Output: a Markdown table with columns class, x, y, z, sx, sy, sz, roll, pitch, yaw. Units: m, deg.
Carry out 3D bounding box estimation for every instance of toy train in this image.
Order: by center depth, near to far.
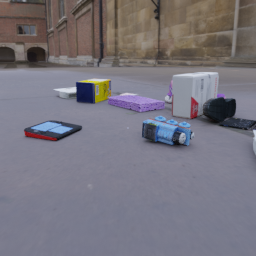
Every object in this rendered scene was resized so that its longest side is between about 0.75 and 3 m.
| class | x | y | z | sx | sy | sz | roll | pitch | yaw |
| --- | --- | --- | --- | --- | --- | --- | --- | --- | --- |
| toy train | 1.082 | 0.105 | 7.698 | 1.404 | 0.608 | 0.802 | 17 | 26 | 31 |

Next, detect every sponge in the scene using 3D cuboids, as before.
| class | x | y | z | sx | sy | sz | roll | pitch | yaw |
| --- | --- | --- | --- | --- | --- | --- | --- | --- | --- |
| sponge | 0.326 | -1.176 | 12.905 | 1.409 | 0.377 | 2.525 | -11 | 18 | -35 |

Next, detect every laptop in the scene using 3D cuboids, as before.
| class | x | y | z | sx | sy | sz | roll | pitch | yaw |
| --- | --- | --- | --- | --- | --- | --- | --- | --- | --- |
| laptop | 4.070 | -0.458 | 9.483 | 1.495 | 0.772 | 1.325 | 12 | 19 | 37 |

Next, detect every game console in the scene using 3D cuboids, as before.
| class | x | y | z | sx | sy | sz | roll | pitch | yaw |
| --- | --- | --- | --- | --- | --- | --- | --- | --- | --- |
| game console | -2.311 | 0.046 | 8.670 | 1.281 | 0.225 | 1.449 | 6 | 17 | 22 |

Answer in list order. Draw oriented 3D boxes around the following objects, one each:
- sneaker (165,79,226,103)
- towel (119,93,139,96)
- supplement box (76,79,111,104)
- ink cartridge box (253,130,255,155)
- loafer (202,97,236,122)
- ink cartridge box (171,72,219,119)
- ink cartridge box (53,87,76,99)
| class | x | y | z | sx | sy | sz | roll | pitch | yaw |
| --- | --- | --- | --- | --- | --- | --- | --- | --- | --- |
| sneaker | 3.109 | -1.729 | 13.205 | 2.934 | 1.297 | 1.180 | 12 | 18 | 35 |
| towel | 0.056 | -1.850 | 15.841 | 0.848 | 0.143 | 0.888 | 7 | 16 | 24 |
| supplement box | -1.733 | -1.932 | 14.437 | 1.021 | 1.027 | 1.875 | 8 | 18 | 23 |
| ink cartridge box | 4.002 | 0.572 | 6.301 | 2.093 | 0.426 | 2.097 | 5 | 16 | 17 |
| loafer | 3.224 | -0.703 | 10.391 | 0.889 | 0.895 | 2.460 | 5 | 5 | 37 |
| ink cartridge box | 2.727 | -1.376 | 11.265 | 0.926 | 1.595 | 2.211 | 13 | 20 | 39 |
| ink cartridge box | -3.054 | -2.020 | 15.976 | 1.865 | 0.406 | 1.619 | -13 | 19 | -40 |
